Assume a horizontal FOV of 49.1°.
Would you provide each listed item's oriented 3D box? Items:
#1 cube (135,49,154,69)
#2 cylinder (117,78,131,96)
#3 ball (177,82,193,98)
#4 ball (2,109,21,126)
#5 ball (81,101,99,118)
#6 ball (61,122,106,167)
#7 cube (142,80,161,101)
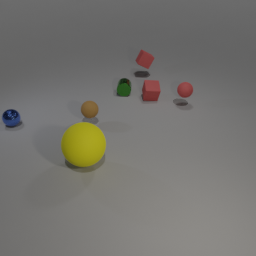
[{"bbox_3d":[0.915,-3.739,15.242,0.700,0.700,0.700,21,23,-20],"label":"cube"},{"bbox_3d":[-0.186,-2.010,13.790,0.700,0.700,0.700,1,31,1],"label":"cylinder"},{"bbox_3d":[2.541,-1.694,12.452,0.700,0.700,0.700,0,32,0],"label":"ball"},{"bbox_3d":[-4.691,-0.414,11.258,0.700,0.700,0.700,0,32,0],"label":"ball"},{"bbox_3d":[-1.517,-0.736,11.103,0.700,0.700,0.700,0,32,0],"label":"ball"},{"bbox_3d":[-1.395,0.519,8.831,1.400,1.400,1.400,0,32,0],"label":"ball"},{"bbox_3d":[1.086,-1.765,13.190,0.700,0.700,0.700,1,55,-9],"label":"cube"}]
